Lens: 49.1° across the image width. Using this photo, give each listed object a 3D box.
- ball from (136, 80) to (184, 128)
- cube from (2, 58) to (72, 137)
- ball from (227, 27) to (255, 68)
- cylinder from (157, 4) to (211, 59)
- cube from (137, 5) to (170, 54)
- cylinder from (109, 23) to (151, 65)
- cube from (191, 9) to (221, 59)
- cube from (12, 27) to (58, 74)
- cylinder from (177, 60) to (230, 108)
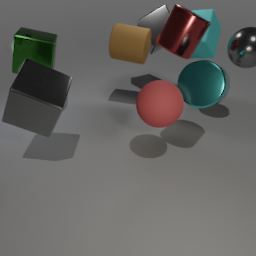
[{"bbox_3d":[0.936,-0.708,8.284,1.400,1.400,1.400,0,31,0],"label":"ball"},{"bbox_3d":[-2.594,-0.840,8.075,1.400,1.400,1.400,21,46,-18],"label":"cube"},{"bbox_3d":[4.212,-2.803,9.812,1.400,1.400,1.400,0,31,0],"label":"ball"},{"bbox_3d":[1.931,-3.376,9.851,1.400,1.400,1.400,22,28,-13],"label":"cylinder"},{"bbox_3d":[1.354,-4.452,12.838,1.400,1.400,1.400,-31,3,-1],"label":"cube"},{"bbox_3d":[0.101,-3.396,11.325,1.400,1.400,1.400,14,33,10],"label":"cylinder"},{"bbox_3d":[2.836,-3.792,11.451,1.400,1.400,1.400,11,-9,33],"label":"cube"},{"bbox_3d":[-3.494,-2.838,10.598,1.400,1.400,1.400,8,29,-14],"label":"cube"},{"bbox_3d":[2.391,-1.360,8.758,1.400,1.400,1.400,15,13,22],"label":"cylinder"}]
